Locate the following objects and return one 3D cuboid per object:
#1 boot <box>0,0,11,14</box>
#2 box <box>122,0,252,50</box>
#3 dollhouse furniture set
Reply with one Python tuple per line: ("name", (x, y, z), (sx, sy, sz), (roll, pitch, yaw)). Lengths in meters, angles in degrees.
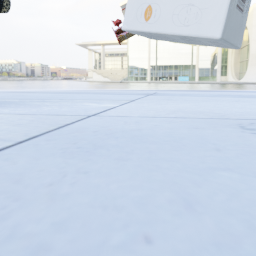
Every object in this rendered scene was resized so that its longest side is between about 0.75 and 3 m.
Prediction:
("boot", (-3.117, -3.046, 5.702), (0.576, 1.597, 1.206), (4, 27, 24))
("box", (1.555, -3.398, 7.270), (2.893, 2.203, 1.539), (20, 16, 35))
("dollhouse furniture set", (-0.210, -4.015, 10.815), (0.907, 0.685, 1.685), (-24, -15, 6))
